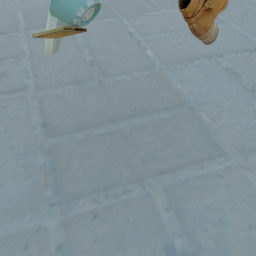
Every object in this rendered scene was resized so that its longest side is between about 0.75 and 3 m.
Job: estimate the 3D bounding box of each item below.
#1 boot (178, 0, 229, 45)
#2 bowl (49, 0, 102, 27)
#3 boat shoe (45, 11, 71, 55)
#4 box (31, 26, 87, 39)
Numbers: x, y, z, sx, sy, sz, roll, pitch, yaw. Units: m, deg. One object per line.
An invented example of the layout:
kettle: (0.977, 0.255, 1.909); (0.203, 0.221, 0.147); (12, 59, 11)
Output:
boot: (1.671, -3.002, 6.424); (0.696, 1.409, 1.815); (8, 78, 42)
bowl: (-1.077, -2.791, 6.331); (0.663, 1.268, 1.268); (46, 55, 0)
boat shoe: (-1.539, -3.207, 7.514); (1.013, 2.845, 0.992); (12, 30, -23)
box: (-1.520, -2.117, 6.233); (0.954, 0.102, 0.780); (-1, 14, 31)
